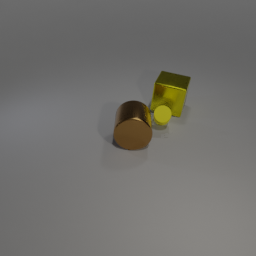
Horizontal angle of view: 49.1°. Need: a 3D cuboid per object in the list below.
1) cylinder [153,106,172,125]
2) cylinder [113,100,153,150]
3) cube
[{"bbox_3d":[1.392,-0.501,11.396,0.700,0.700,0.700,3,-8,4],"label":"cylinder"},{"bbox_3d":[0.194,-0.119,10.558,1.400,1.400,1.400,1,33,1],"label":"cylinder"},{"bbox_3d":[1.923,-1.558,12.650,1.400,1.400,1.400,15,38,12],"label":"cube"}]
